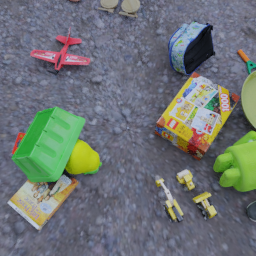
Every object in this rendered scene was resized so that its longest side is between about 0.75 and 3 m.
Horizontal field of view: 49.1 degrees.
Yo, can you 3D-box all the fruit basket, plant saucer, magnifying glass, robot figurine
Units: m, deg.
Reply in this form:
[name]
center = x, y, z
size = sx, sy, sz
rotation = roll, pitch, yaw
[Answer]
[fruit basket]
center = -2.234, 0.803, 9.648
size = 1.915, 2.655, 2.655
rotation = -10, 57, 39
[plant saucer]
center = 5.307, -0.925, 10.615
size = 2.647, 0.411, 2.647
rotation = 4, 77, -17
[magnifying glass]
center = 5.223, -2.716, 11.989
size = 0.647, 0.182, 1.626
rotation = -22, 69, -10
[robot figurine]
center = 4.300, 1.208, 9.350
size = 2.652, 1.534, 2.327
rotation = -12, 54, -4

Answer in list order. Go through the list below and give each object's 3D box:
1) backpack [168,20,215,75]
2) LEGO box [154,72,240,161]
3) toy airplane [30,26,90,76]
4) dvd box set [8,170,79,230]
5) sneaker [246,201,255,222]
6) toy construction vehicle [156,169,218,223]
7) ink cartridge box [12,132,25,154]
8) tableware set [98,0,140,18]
[backpack]
center = 2.448, -3.190, 11.407
size = 1.383, 1.722, 1.882
rotation = 29, 68, 37
[LEGO box]
center = 2.547, -0.464, 10.424
size = 1.984, 1.028, 2.664
rotation = 32, 69, 14
[toy airplane]
center = -2.811, -3.283, 12.067
size = 2.561, 0.471, 2.561
rotation = 1, 65, -3
[dvd box set]
center = -2.872, 2.204, 9.574
size = 1.454, 0.292, 1.988
rotation = 34, 69, 16
[sneaker]
center = 4.875, 2.604, 9.090
size = 1.969, 0.833, 0.733
rotation = -5, 64, -2
[toy construction vehicle]
center = 1.945, 2.319, 9.328
size = 1.584, 0.641, 1.819
rotation = -21, 66, -9
[ink cartridge box]
center = -3.662, 0.579, 10.361
size = 1.126, 0.282, 0.913
rotation = 9, 65, 1
[tableware set]
center = -0.358, -5.863, 13.353
size = 1.951, 0.391, 1.290
rotation = 17, 74, 13
